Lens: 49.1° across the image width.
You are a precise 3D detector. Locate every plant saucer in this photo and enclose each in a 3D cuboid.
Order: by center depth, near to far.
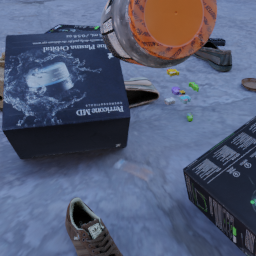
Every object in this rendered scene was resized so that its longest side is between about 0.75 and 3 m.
[{"bbox_3d":[4.736,-1.615,10.522,0.970,0.178,0.970,1,34,0],"label":"plant saucer"}]

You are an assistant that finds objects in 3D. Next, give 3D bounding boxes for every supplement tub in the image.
[{"bbox_3d":[0.259,-1.228,3.240,1.022,1.022,1.669,-7,17,-11],"label":"supplement tub"}]

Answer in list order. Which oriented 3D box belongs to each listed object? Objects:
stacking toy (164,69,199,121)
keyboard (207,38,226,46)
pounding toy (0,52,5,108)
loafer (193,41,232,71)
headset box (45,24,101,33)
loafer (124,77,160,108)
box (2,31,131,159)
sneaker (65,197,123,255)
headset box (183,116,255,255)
[{"bbox_3d":[1.636,-1.046,8.808,0.365,1.170,1.552,-13,37,-18],"label":"stacking toy"},{"bbox_3d":[3.804,-4.689,14.734,2.732,0.541,1.422,0,34,2],"label":"keyboard"},{"bbox_3d":[-4.486,-1.713,9.784,2.219,1.156,2.526,2,34,3],"label":"pounding toy"},{"bbox_3d":[3.797,-3.487,12.606,1.040,0.911,2.895,-10,35,-14],"label":"loafer"},{"bbox_3d":[-2.471,-4.054,13.258,2.417,1.121,2.104,7,35,10],"label":"headset box"},{"bbox_3d":[-0.176,-1.007,9.007,2.745,0.987,0.863,-20,46,-31],"label":"loafer"},{"bbox_3d":[-1.551,-0.912,7.278,2.803,1.673,2.850,-6,62,-9],"label":"box"},{"bbox_3d":[-0.564,1.992,4.719,0.693,0.743,1.967,-23,40,-30],"label":"sneaker"},{"bbox_3d":[2.626,1.180,5.079,2.116,1.127,2.430,-34,43,-15],"label":"headset box"}]
